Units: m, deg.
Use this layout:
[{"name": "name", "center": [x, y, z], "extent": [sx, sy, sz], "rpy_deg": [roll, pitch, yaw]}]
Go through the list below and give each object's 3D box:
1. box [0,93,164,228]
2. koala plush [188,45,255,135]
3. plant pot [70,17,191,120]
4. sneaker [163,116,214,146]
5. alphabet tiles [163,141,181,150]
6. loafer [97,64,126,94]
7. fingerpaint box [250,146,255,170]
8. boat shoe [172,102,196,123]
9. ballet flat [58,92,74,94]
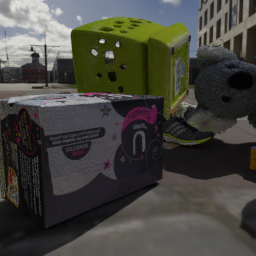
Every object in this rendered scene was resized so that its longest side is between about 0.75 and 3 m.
[{"name": "box", "center": [-0.481, 0.192, 3.466], "extent": [1.056, 1.217, 1.841], "rpy_deg": [9, 13, 42]}, {"name": "koala plush", "center": [2.889, -0.802, 6.387], "extent": [2.929, 2.597, 2.691], "rpy_deg": [3, -2, 18]}, {"name": "plant pot", "center": [0.317, -1.699, 8.436], "extent": [2.644, 2.914, 2.899], "rpy_deg": [10, 31, 24]}, {"name": "sneaker", "center": [1.166, 0.031, 6.111], "extent": [1.441, 0.583, 0.532], "rpy_deg": [7, 12, 36]}, {"name": "alphabet tiles", "center": [0.706, 0.342, 6.140], "extent": [0.821, 0.037, 0.982], "rpy_deg": [7, 11, 34]}, {"name": "loafer", "center": [0.010, -1.498, 8.676], "extent": [2.838, 0.989, 1.067], "rpy_deg": [0, -1, -18]}, {"name": "fingerpaint box", "center": [2.573, 0.479, 4.305], "extent": [1.033, 0.379, 0.862], "rpy_deg": [-6, 11, -30]}, {"name": "boat shoe", "center": [1.834, -0.493, 9.114], "extent": [1.919, 0.680, 0.665], "rpy_deg": [5, 10, 24]}, {"name": "ballet flat", "center": [-2.111, -0.922, 10.473], "extent": [2.460, 0.899, 0.899], "rpy_deg": [8, 12, 20]}]
